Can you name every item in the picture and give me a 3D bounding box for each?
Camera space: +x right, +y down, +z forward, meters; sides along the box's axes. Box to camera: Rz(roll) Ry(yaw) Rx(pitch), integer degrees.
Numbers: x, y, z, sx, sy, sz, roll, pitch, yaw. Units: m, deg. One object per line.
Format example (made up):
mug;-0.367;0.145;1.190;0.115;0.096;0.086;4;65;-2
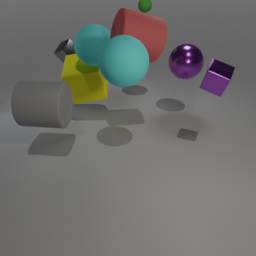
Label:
ball;0.837;-6.114;13.937;0.700;0.700;0.700;0;29;0
ball;-1.153;-2.851;9.687;1.400;1.400;1.400;0;29;0
ball;2.326;-2.656;11.250;1.400;1.400;1.400;0;29;0
cube;-1.630;-1.986;10.959;1.400;1.400;1.400;-8;47;6
cylinder;0.294;-2.894;8.838;1.400;1.400;1.400;6;25;-21
cylinder;-2.538;-0.716;8.472;1.400;1.400;1.400;3;29;5
ball;-0.120;-1.837;7.758;1.400;1.400;1.400;0;29;0
cube;-2.619;-3.299;12.109;0.700;0.700;0.700;1;58;44
cube;2.664;-1.503;8.381;0.700;0.700;0.700;26;52;9
